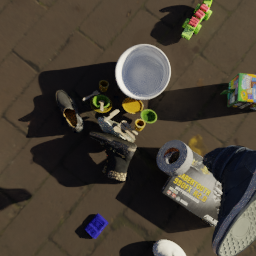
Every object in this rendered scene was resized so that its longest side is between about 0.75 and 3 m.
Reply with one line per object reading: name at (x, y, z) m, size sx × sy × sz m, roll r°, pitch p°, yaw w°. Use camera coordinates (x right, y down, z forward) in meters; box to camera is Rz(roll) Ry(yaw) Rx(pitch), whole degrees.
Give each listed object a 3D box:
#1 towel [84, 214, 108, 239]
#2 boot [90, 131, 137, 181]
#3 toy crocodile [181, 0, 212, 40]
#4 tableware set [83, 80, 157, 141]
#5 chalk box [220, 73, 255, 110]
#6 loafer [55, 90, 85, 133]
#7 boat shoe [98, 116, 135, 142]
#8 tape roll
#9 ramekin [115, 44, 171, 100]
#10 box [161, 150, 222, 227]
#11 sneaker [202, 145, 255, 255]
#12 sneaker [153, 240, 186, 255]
towel at (-1.176, 3.651, 10.420) m, size 0.573 × 0.192 × 0.775 m, roll 41°, pitch 83°, yaw 5°
boot at (-0.701, 0.995, 10.434) m, size 1.944 × 0.712 × 1.464 m, roll 18°, pitch 104°, yaw 21°
toy crocodile at (2.844, -4.496, 11.428) m, size 0.689 × 0.630 × 2.040 m, roll 35°, pitch 83°, yaw 5°
tableware set at (-0.260, -0.838, 10.687) m, size 2.664 × 0.409 × 1.795 m, roll 42°, pitch 58°, yaw 17°
chalk box at (4.491, -1.381, 10.719) m, size 1.769 × 1.104 × 1.097 m, roll 7°, pitch 82°, yaw 0°
loafer at (-2.275, -0.712, 10.831) m, size 0.682 × 0.678 × 1.875 m, roll -32°, pitch 82°, yaw -4°
boat shoe at (-0.456, 0.087, 10.787) m, size 1.641 × 0.587 × 0.491 m, roll 40°, pitch 52°, yaw 11°
tape roll at (1.702, 1.097, 10.291) m, size 1.297 × 0.429 × 1.297 m, roll -23°, pitch 48°, yaw 28°
ramekin at (0.591, -2.050, 10.702) m, size 2.044 × 0.996 × 2.044 m, roll 0°, pitch 91°, yaw 8°
box at (2.755, 2.239, 10.427) m, size 2.441 × 0.590 × 1.933 m, roll 33°, pitch 83°, yaw 4°
sneaker at (2.671, 1.778, 7.587) m, size 1.113 × 2.116 × 2.928 m, roll 39°, pitch 81°, yaw -27°
sneaker at (1.890, 4.946, 9.780) m, size 2.424 × 1.072 × 0.912 m, roll 44°, pitch 85°, yaw 6°
